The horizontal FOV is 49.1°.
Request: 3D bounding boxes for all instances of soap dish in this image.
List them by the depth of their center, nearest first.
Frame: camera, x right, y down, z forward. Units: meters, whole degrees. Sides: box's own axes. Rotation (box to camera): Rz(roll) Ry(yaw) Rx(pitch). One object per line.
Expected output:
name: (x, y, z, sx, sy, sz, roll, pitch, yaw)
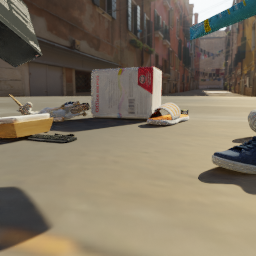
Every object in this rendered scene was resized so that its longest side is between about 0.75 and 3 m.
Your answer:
soap dish: (-2.911, -0.058, 7.697, 1.080, 0.557, 1.373, -3, 6, 29)

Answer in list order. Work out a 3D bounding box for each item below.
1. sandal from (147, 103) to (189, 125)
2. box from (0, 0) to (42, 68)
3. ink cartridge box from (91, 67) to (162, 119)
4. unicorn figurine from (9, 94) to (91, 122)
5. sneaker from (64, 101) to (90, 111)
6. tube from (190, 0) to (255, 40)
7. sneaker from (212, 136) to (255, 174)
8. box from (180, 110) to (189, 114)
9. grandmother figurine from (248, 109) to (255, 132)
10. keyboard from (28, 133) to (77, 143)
sandal: (1.616, -0.611, 11.073, 1.049, 0.785, 2.739, 5, 9, 32)
box: (-3.482, -2.970, 7.217, 1.025, 1.835, 2.601, -24, -14, 7)
ink cartridge box: (-0.075, -1.518, 12.438, 2.946, 2.174, 1.261, 4, 5, 26)
unicorn figurine: (-2.971, -0.632, 11.163, 1.931, 1.038, 2.812, -4, -11, 36)
sneaker: (-3.080, -1.196, 16.398, 1.627, 0.627, 0.693, 3, -6, -38)
tube: (2.305, -2.632, 6.810, 1.683, 0.424, 0.652, -18, 35, 27)
sneaker: (2.378, 0.244, 4.738, 2.063, 0.872, 0.773, -3, 9, -15)
box: (2.706, -0.846, 14.740, 0.948, 0.233, 0.764, 2, 5, 14)
grandmother figurine: (4.251, -0.030, 6.835, 1.819, 0.908, 3.000, 8, 6, -25)
keyboard: (-1.928, 0.240, 7.459, 1.271, 0.131, 0.808, 4, 9, 21)
